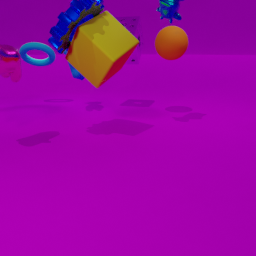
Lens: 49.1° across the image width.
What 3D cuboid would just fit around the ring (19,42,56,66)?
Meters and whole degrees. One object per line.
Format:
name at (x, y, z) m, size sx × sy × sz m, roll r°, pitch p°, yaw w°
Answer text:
ring at (-3.721, -3.011, 11.542) m, size 1.429 × 0.286 × 1.429 m, roll -3°, pitch -22°, yaw -1°

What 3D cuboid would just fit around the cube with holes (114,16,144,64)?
cube with holes at (-0.169, -3.300, 10.607) m, size 1.244 × 1.244 × 1.244 m, roll 3°, pitch 53°, yaw 14°

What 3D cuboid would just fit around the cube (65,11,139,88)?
cube at (-0.672, -1.990, 7.159) m, size 1.175 × 1.175 × 1.175 m, roll -48°, pitch 1°, yaw -38°

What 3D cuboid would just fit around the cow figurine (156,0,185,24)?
cow figurine at (1.353, -3.515, 7.312) m, size 0.761 × 1.364 × 1.387 m, roll 31°, pitch 43°, yaw 18°

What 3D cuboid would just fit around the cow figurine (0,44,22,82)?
cow figurine at (-2.950, -1.678, 6.034) m, size 0.824 × 1.477 × 1.501 m, roll 25°, pitch 27°, yaw 23°

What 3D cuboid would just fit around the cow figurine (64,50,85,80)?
cow figurine at (-1.912, -2.569, 10.517) m, size 0.872 × 1.589 × 1.564 m, roll -14°, pitch 11°, yaw -9°

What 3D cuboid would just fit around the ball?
ball at (1.468, -2.858, 9.459) m, size 1.117 × 1.117 × 1.117 m, roll 0°, pitch 16°, yaw 0°

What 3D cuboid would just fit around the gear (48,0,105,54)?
gear at (-1.217, -2.481, 6.683) m, size 0.296 × 1.602 × 1.602 m, roll 44°, pitch 20°, yaw -3°
